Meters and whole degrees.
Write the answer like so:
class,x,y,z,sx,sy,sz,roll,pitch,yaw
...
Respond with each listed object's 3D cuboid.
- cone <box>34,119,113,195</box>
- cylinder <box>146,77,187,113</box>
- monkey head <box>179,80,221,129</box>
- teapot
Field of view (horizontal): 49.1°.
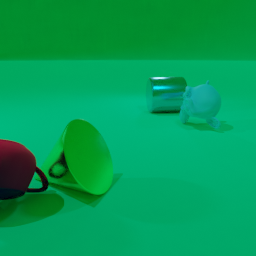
class,x,y,z,sx,sy,sz,roll,pitch,yaw
cone,-1.027,0.606,4.310,1.160,1.155,1.155,-23,6,23
cylinder,1.302,-1.142,9.608,1.192,1.192,1.192,-2,15,-6
monkey head,1.990,-0.590,7.760,1.008,1.203,1.673,4,53,-6
teapot,-1.748,0.616,3.537,1.026,0.808,1.650,-25,-29,38
